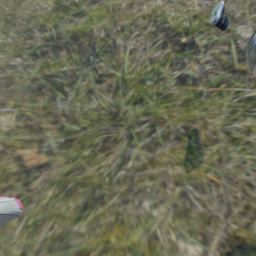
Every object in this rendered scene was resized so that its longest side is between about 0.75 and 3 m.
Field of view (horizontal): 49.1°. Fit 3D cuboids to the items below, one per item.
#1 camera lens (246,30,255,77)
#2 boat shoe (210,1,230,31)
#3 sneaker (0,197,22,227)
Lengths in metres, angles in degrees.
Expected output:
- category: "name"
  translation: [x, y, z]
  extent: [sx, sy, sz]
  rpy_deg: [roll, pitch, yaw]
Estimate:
- category: "camera lens"
  translation: [3.568, -0.889, 4.288]
  extent: [2.389, 2.389, 2.986]
  rpy_deg: [-27, 72, -13]
- category: "boat shoe"
  translation: [2.274, -2.711, 6.819]
  extent: [0.403, 0.314, 0.888]
  rpy_deg: [33, 57, -15]
- category: "sneaker"
  translation: [-2.391, 1.743, 3.941]
  extent: [2.020, 0.822, 0.891]
  rpy_deg: [-31, 69, -17]
